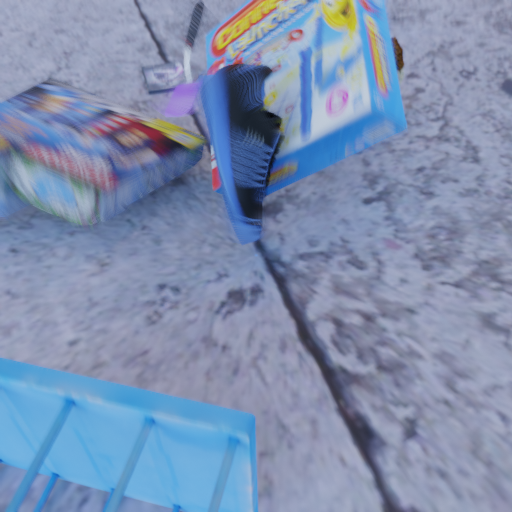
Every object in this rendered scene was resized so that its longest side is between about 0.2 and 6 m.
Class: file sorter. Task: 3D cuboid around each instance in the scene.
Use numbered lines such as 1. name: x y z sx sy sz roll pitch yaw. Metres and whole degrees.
1. file sorter: -1.549 2.134 4.399 2.795 1.939 1.715 10 47 11

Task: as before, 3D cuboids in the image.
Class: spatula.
1. spatula: -0.798 -2.352 6.686 0.412 1.459 0.150 8 -2 37

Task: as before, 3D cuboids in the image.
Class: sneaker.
1. sneaker: -0.063 -1.251 7.233 0.922 2.368 0.830 -14 32 -5

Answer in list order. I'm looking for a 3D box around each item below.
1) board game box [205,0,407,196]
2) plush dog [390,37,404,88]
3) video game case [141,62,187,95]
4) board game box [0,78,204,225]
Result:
1. board game box: 0.522 -2.609 8.137 0.814 2.911 2.851 14 64 -43
2. plush dog: 2.020 -3.016 10.263 1.713 1.995 1.600 -39 88 -22
3. video game case: -1.962 -3.838 12.060 0.869 0.115 1.217 -11 43 -11
4. board game box: -3.035 -1.407 8.425 3.266 1.007 3.264 24 38 19
